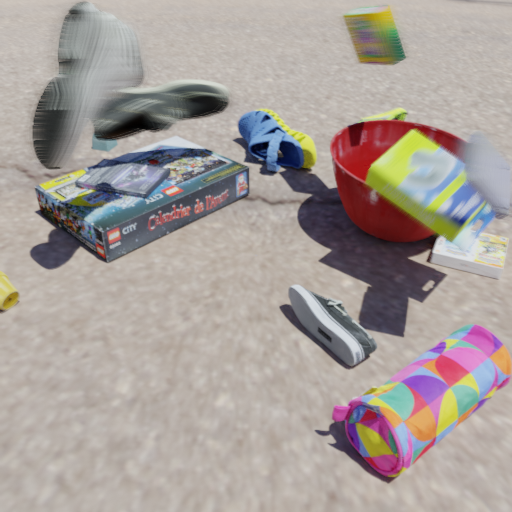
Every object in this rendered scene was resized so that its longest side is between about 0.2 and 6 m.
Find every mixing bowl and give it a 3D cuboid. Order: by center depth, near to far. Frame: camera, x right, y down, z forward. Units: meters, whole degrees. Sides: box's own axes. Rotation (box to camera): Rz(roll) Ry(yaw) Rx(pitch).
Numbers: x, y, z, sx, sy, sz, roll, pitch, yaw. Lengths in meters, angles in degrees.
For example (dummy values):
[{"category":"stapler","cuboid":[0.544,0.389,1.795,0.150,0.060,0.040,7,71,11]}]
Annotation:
[{"category":"mixing bowl","cuboid":[2.970,-1.404,11.706,3.136,1.698,3.136,3,39,-2]}]

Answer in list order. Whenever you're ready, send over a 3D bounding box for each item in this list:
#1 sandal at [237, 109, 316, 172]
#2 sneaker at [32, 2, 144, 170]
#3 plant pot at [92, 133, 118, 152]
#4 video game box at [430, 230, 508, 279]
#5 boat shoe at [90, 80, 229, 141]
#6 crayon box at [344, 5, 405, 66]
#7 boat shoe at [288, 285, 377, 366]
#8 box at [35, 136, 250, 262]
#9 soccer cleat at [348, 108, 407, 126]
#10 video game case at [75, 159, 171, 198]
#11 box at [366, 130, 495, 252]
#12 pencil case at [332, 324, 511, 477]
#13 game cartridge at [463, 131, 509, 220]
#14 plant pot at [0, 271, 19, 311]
[{"category":"sandal","cuboid":[0.281,-3.031,14.739,1.242,1.134,2.853,-25,40,-25]},{"category":"sneaker","cuboid":[-2.651,-2.638,9.413,1.018,2.697,1.552,32,17,30]},{"category":"plant pot","cuboid":[-4.216,-3.258,15.494,0.529,0.541,0.531,11,37,15]},{"category":"video game box","cuboid":[4.265,-0.114,11.187,1.320,0.309,1.203,15,39,20]},{"category":"boat shoe","cuboid":[-2.070,-3.131,12.325,3.072,1.103,1.039,-9,65,-9]},{"category":"crayon box","cuboid":[2.349,-4.393,11.191,0.359,1.064,1.233,-32,28,-8]},{"category":"boat shoe","cuboid":[1.242,1.022,9.219,0.615,0.665,1.800,-25,42,-25]},{"category":"box","cuboid":[-2.490,-1.487,12.745,3.988,0.752,2.723,-30,45,-35]},{"category":"soccer cleat","cuboid":[3.505,-3.854,16.154,2.263,0.732,0.946,-30,49,-34]},{"category":"video game case","cuboid":[-2.901,-1.722,12.284,1.695,0.161,1.211,11,36,14]},{"category":"box","cuboid":[3.056,-1.139,9.501,2.048,0.488,1.249,40,64,19]},{"category":"pencil case","cuboid":[2.347,1.877,7.657,2.600,1.149,1.149,-21,40,-31]},{"category":"game cartridge","cuboid":[3.179,-1.135,7.714,0.793,0.235,1.223,40,44,-12]},{"category":"plant pot","cuboid":[-4.543,0.638,9.886,0.592,0.630,0.630,30,43,15]}]
